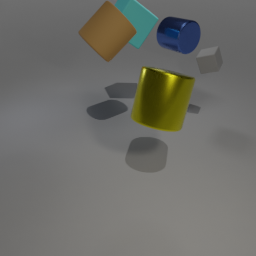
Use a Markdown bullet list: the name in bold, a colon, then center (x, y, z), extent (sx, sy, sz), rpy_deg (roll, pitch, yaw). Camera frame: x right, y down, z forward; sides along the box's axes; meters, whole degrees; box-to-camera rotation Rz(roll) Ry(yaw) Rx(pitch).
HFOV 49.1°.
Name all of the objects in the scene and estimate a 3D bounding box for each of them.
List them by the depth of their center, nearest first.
- **cylinder**: center (0.887, -0.778, 7.290), extent (1.400, 1.400, 1.400), rpy_deg (12, 15, -3)
- **cylinder**: center (-0.670, -3.168, 9.282), extent (1.400, 1.400, 1.400), rpy_deg (-45, 33, 10)
- **cube**: center (3.055, -2.532, 10.462), extent (0.700, 0.700, 0.700), rpy_deg (-3, 37, 36)
- **cube**: center (0.085, -4.282, 11.248), extent (1.400, 1.400, 1.400), rpy_deg (26, 19, -31)
- **cylinder**: center (2.218, -4.100, 12.362), extent (1.400, 1.400, 1.400), rpy_deg (-20, 36, -30)
